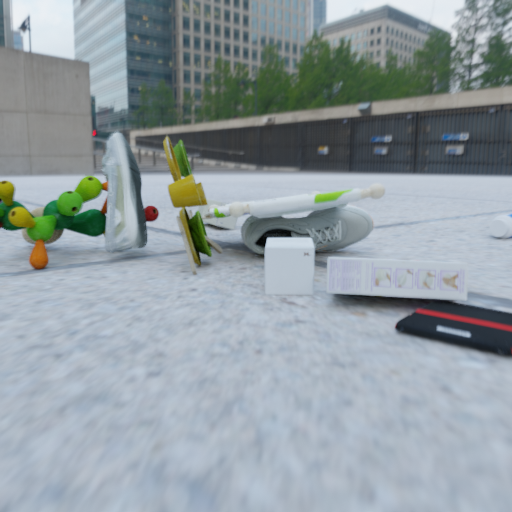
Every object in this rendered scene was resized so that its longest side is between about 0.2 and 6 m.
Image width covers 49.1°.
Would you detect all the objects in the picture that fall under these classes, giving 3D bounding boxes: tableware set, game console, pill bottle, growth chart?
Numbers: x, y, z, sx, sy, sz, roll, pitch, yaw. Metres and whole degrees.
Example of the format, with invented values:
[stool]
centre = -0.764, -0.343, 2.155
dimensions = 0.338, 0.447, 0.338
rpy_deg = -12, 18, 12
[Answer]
[tableware set]
centre = -1.106, -1.040, 9.707
dimensions = 0.497, 2.180, 3.236
rpy_deg = -16, 12, -1
[game console]
centre = 2.183, 0.734, 5.726
dimensions = 1.205, 0.187, 1.066
rpy_deg = 8, 16, 40
[pill bottle]
centre = 5.457, -0.643, 12.235
dimensions = 0.518, 0.518, 0.924
rpy_deg = 10, 15, 42
[growth chart]
centre = 0.357, -0.909, 10.089
dimensions = 2.746, 0.337, 3.795
rpy_deg = -8, 6, -7

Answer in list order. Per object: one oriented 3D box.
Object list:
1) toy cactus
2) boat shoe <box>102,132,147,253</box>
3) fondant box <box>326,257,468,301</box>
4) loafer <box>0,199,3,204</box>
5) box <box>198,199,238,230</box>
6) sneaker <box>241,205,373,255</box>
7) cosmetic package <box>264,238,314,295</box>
[toy cactus]
centre = -3.565, -0.528, 10.074
dimensions = 3.101, 1.586, 2.559
rpy_deg = -10, -3, -37
[boat shoe]
centre = -2.423, -1.143, 9.889
dimensions = 0.705, 2.197, 0.810
rpy_deg = -12, -12, 2
[fondant box]
centre = 1.703, 0.264, 6.913
dimensions = 1.577, 0.459, 1.138
rpy_deg = 1, 0, 13
[loafer]
centre = -7.611, -1.347, 15.949
dimensions = 0.637, 0.558, 1.772
rpy_deg = 1, 10, 4
[box]
centre = -0.973, -1.062, 14.009
dimensions = 0.521, 0.626, 1.522
rpy_deg = 14, 4, -27
[sneaker]
centre = 0.959, -0.329, 9.984
dimensions = 2.416, 0.915, 1.111
rpy_deg = -8, 18, -2
[cosmetic package]
centre = 0.453, 0.129, 7.605
dimensions = 0.654, 0.658, 0.786
rpy_deg = 1, 10, 3
